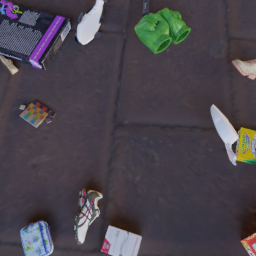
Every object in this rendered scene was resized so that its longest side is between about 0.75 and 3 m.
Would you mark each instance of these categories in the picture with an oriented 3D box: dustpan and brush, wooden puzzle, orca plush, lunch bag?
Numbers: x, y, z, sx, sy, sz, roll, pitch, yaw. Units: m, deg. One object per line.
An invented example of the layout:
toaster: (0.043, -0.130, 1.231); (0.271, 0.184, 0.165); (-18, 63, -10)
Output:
dustpan and brush: (2.757, 0.258, 7.792); (0.482, 1.175, 1.684); (-38, 44, 21)
wooden puzzle: (-2.872, -0.442, 8.728); (1.160, 0.082, 0.688); (32, 69, 14)
orca plush: (-1.474, -3.818, 9.929); (0.702, 1.039, 1.976); (10, 88, 46)
lunch bag: (-2.289, 2.829, 7.076); (0.700, 0.359, 0.871); (-17, 67, -11)

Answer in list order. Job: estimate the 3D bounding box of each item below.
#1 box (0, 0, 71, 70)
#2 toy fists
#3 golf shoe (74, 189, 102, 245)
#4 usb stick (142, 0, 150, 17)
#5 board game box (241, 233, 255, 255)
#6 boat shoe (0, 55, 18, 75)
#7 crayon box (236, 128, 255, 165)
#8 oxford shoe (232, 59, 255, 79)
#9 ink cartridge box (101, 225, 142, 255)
box: (-3.771, -3.329, 9.824); (2.928, 0.529, 2.093); (19, 66, 7)
toy fists: (1.132, -3.304, 9.213); (1.173, 0.792, 2.302); (45, 50, 10)
golf shoe: (-1.041, 2.286, 7.240); (0.614, 0.538, 1.395); (8, 66, -4)
usb stick: (0.687, -4.594, 10.593); (0.271, 0.159, 0.977); (1, 65, 9)
board game box: (4.216, 3.379, 6.623); (1.832, 0.560, 2.419); (-28, 67, -6)
boat shoe: (-4.022, -2.153, 9.419); (0.276, 0.305, 0.856); (-36, 78, -22)
crayon box: (3.622, 0.544, 8.161); (0.829, 0.280, 0.961); (14, 66, 6)
oxford shoe: (3.716, -1.948, 8.675); (1.487, 0.549, 0.526); (2, 53, -47)
ink cartridge box: (-0.158, 2.905, 7.025); (0.875, 0.365, 0.635); (16, 66, 7)
